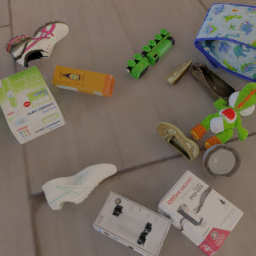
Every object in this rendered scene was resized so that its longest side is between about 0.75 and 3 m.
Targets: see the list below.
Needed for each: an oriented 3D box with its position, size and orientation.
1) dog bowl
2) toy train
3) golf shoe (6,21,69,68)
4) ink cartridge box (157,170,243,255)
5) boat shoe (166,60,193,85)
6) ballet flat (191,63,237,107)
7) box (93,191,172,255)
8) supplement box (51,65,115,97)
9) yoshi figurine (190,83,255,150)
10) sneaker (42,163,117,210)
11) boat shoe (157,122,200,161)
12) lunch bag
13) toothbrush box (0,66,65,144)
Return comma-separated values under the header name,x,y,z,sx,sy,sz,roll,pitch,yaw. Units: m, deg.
name,x,y,z,sx,sy,sz,roll,pitch,yaw
dog bowl,2.503,0.885,7.578,1.007,1.007,0.295,-2,17,-1
toy train,0.867,-2.698,10.116,0.721,0.534,2.558,37,64,10
golf shoe,-3.060,-3.000,10.149,2.435,0.884,1.121,-39,84,-25
ink cartridge box,1.737,2.052,6.915,1.665,0.706,1.213,37,64,23
boat shoe,1.795,-1.993,9.674,0.387,0.453,1.235,36,64,17
ballet flat,2.941,-1.439,9.265,0.774,0.532,2.297,-29,62,-17
box,0.110,2.371,6.825,1.670,0.502,0.974,21,60,14
supplement box,-1.449,-1.520,9.151,1.929,0.664,0.642,12,87,5
yoshi figurine,2.974,-0.318,8.230,2.278,1.281,1.276,-44,24,1
sneaker,-1.178,1.522,7.342,1.993,0.701,0.798,-21,68,-6
boat shoe,1.368,0.374,8.051,1.450,0.529,0.456,40,53,13
lunch bag,3.766,-3.128,9.704,2.592,1.651,2.204,25,60,4
toothbrush box,-3.048,-0.747,8.613,1.468,0.868,2.016,-26,62,-13
